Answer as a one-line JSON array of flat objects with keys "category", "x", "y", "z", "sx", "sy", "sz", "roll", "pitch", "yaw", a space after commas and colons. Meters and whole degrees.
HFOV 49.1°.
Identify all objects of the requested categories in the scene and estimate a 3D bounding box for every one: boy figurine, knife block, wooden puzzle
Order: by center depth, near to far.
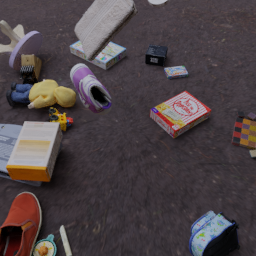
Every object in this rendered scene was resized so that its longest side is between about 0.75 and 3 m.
[{"category": "wooden puzzle", "x": 4.652, "y": 0.238, "z": 10.497, "sx": 1.339, "sy": 0.159, "sz": 2.258, "roll": 16, "pitch": 50, "yaw": 14}, {"category": "boy figurine", "x": -3.458, "y": -1.413, "z": 11.524, "sx": 2.742, "sy": 0.883, "sz": 1.705, "roll": 2, "pitch": 47, "yaw": 1}, {"category": "knife block", "x": -4.412, "y": -2.473, "z": 12.791, "sx": 0.580, "sy": 1.591, "sz": 1.812, "roll": -2, "pitch": 3, "yaw": -3}]

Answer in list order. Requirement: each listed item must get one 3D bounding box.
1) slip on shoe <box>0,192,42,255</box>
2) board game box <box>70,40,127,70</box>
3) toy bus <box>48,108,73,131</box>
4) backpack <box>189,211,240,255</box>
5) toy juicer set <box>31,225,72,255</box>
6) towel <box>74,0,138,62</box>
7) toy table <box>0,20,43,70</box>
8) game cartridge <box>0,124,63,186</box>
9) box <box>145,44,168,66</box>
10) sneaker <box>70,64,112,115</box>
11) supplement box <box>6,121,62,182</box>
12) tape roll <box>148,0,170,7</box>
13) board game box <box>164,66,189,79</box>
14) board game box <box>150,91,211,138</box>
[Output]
[{"category": "slip on shoe", "x": -2.980, "y": 2.733, "z": 7.560, "sx": 1.020, "sy": 0.843, "sz": 2.754, "roll": -11, "pitch": 34, "yaw": 0}, {"category": "board game box", "x": -1.496, "y": -3.889, "z": 14.080, "sx": 2.392, "sy": 0.409, "sz": 1.608, "roll": 31, "pitch": 54, "yaw": 25}, {"category": "toy bus", "x": -2.596, "y": -0.324, "z": 10.756, "sx": 0.897, "sy": 0.634, "sz": 0.934, "roll": -3, "pitch": 44, "yaw": -21}, {"category": "backpack", "x": 2.194, "y": 2.944, "z": 7.425, "sx": 1.253, "sy": 1.147, "sz": 0.921, "roll": -29, "pitch": 32, "yaw": -21}, {"category": "toy juicer set", "x": -2.116, "y": 3.418, "z": 7.414, "sx": 1.623, "sy": 0.442, "sz": 1.032, "roll": -35, "pitch": 57, "yaw": -28}, {"category": "towel", "x": -0.774, "y": -3.344, "z": 8.742, "sx": 0.394, "sy": 2.287, "sz": 1.516, "roll": 11, "pitch": 46, "yaw": -49}, {"category": "toy table", "x": -5.219, "y": -3.893, "z": 13.147, "sx": 1.332, "sy": 2.091, "sz": 2.274, "roll": 28, "pitch": 49, "yaw": 4}, {"category": "game cartridge", "x": -3.912, "y": 0.800, "z": 9.746, "sx": 2.959, "sy": 0.599, "sz": 1.973, "roll": 13, "pitch": 52, "yaw": 11}, {"category": "box", "x": 1.384, "y": -3.557, "z": 13.658, "sx": 0.943, "sy": 0.585, "sz": 0.927, "roll": 11, "pitch": 49, "yaw": 10}, {"category": "sneaker", "x": -0.824, "y": -0.734, "z": 7.913, "sx": 0.777, "sy": 2.143, "sz": 1.222, "roll": -41, "pitch": 60, "yaw": -3}, {"category": "supplement box", "x": -2.928, "y": 0.712, "z": 8.995, "sx": 1.216, "sy": 0.709, "sz": 1.929, "roll": 3, "pitch": 47, "yaw": 2}, {"category": "tape roll", "x": 1.163, "y": -4.872, "z": 10.342, "sx": 0.918, "sy": 0.168, "sz": 0.918, "roll": -6, "pitch": 69, "yaw": 16}, {"category": "board game box", "x": 2.247, "y": -2.596, "z": 13.067, "sx": 0.978, "sy": 0.169, "sz": 0.662, "roll": -9, "pitch": 48, "yaw": -8}, {"category": "board game box", "x": 2.054, "y": -0.574, "z": 11.036, "sx": 1.918, "sy": 0.444, "sz": 1.453, "roll": -29, "pitch": 54, "yaw": -24}]
